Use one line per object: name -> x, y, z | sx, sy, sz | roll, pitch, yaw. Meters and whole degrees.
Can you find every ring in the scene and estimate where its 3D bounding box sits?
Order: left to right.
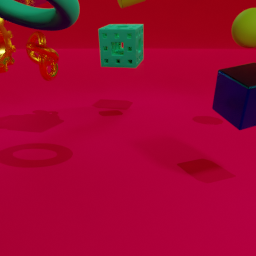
ring -> -1.637, -1.999, 4.228 | 1.816, 0.363, 1.816 | 11, -5, 1

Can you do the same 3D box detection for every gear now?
gear -> -3.659, -2.261, 7.367 | 0.307, 1.658, 1.658 | -5, 15, 19

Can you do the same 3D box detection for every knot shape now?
knot shape -> -2.585, -2.225, 8.477 | 0.711, 1.538, 1.439 | -32, 10, -14

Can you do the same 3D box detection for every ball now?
ball -> 3.250, -2.608, 7.345 | 0.998, 0.998, 0.998 | 0, 18, 0

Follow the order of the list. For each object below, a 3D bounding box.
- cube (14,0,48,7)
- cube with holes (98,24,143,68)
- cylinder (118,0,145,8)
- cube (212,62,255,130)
cube -> -2.411, -3.504, 6.163 | 1.334, 1.334, 1.334 | -10, 15, 24
cube with holes -> -0.203, -2.980, 10.105 | 1.289, 1.289, 1.289 | 5, 28, 14
cylinder -> 0.056, -3.680, 7.519 | 0.702, 0.702, 0.702 | -20, 19, -3
cube -> 1.947, -0.535, 4.566 | 0.758, 0.758, 0.758 | -14, 36, -16
